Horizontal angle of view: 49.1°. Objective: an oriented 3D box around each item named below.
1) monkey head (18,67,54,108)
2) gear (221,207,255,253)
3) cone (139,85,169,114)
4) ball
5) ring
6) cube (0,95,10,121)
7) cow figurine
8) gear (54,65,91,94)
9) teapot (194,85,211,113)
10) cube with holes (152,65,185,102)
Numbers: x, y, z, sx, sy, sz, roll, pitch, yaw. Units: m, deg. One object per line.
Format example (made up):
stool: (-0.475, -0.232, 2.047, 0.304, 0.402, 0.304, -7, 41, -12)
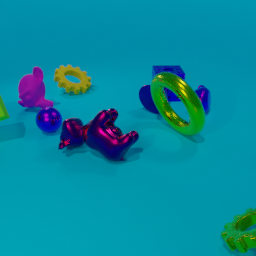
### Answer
monkey head: (-3.031, -1.182, 9.361, 1.259, 1.750, 1.055, 19, 57, -16)
gear: (2.057, 1.611, 4.572, 1.067, 0.197, 1.067, -30, -3, -2)
cone: (1.086, -1.202, 9.252, 1.068, 1.068, 1.072, 19, 47, 31)
ball: (-2.262, -0.236, 8.030, 0.748, 0.748, 0.748, 0, 29, 0)
ring: (1.319, -0.635, 7.640, 0.393, 1.967, 1.967, -35, 40, -15)
cube: (-3.672, -0.495, 7.429, 0.704, 0.704, 0.704, -22, 3, -13)
cow figurine: (-0.816, 0.280, 6.966, 1.741, 1.713, 0.956, 47, 19, 7)
gear: (-2.156, -1.912, 10.971, 1.424, 0.263, 1.424, 17, 43, -16)
teapot: (2.348, -0.883, 9.225, 0.669, 0.849, 1.366, 3, 58, 26)
cube with holes: (1.454, -1.662, 10.372, 1.041, 1.041, 1.041, -1, 29, -1)
